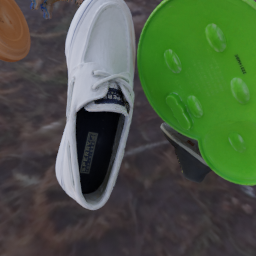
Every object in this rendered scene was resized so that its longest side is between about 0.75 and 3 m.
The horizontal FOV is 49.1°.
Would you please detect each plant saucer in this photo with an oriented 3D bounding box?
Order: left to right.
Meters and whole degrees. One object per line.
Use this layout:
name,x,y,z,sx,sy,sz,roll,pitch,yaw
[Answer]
plant saucer,-2.130,-1.814,4.670,0.228,1.415,1.415,-17,59,21

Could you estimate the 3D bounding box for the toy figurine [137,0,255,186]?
toy figurine,1.792,-0.883,4.286,2.422,1.975,2.631,-33,97,-40

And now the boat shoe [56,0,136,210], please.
boat shoe,-0.311,-0.381,3.859,1.098,0.976,2.986,2,98,-26

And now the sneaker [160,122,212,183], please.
sneaker,0.892,0.416,4.664,0.414,0.588,1.108,-22,55,-42

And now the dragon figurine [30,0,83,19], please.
dragon figurine,-1.356,-3.286,5.807,1.097,2.207,0.650,31,23,18
